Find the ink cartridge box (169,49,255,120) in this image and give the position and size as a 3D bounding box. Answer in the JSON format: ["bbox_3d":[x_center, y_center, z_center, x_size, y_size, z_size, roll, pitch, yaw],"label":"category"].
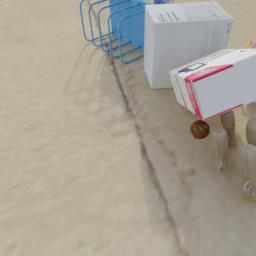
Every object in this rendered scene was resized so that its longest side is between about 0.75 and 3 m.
[{"bbox_3d":[2.209,-1.213,7.116,1.768,1.030,2.443,-22,15,3],"label":"ink cartridge box"}]

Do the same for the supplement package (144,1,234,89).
[{"bbox_3d":[1.792,-2.709,9.170,2.328,2.226,1.712,-5,41,-5],"label":"supplement package"}]

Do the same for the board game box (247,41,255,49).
[{"bbox_3d":[4.639,-2.540,10.074,0.800,0.799,0.799,19,43,20],"label":"board game box"}]

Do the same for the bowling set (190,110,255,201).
[{"bbox_3d":[2.458,0.338,6.682,1.725,1.331,2.479,7,39,37],"label":"bowling set"}]

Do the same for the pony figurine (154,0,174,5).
[{"bbox_3d":[1.545,-4.821,11.734,2.272,2.729,2.634,18,60,9],"label":"pony figurine"}]

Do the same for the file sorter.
[{"bbox_3d":[-0.421,-3.946,10.920,1.681,1.901,2.740,-30,49,-25],"label":"file sorter"}]
